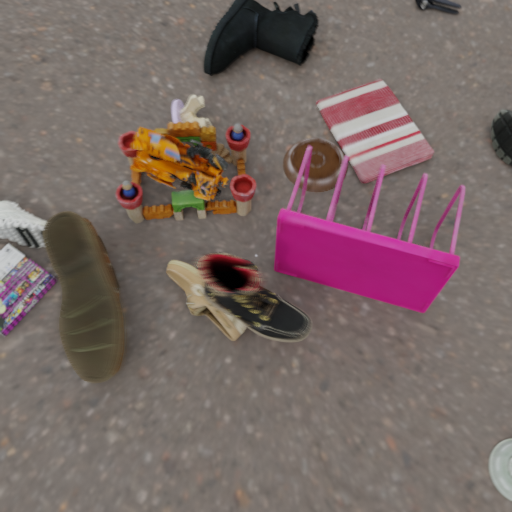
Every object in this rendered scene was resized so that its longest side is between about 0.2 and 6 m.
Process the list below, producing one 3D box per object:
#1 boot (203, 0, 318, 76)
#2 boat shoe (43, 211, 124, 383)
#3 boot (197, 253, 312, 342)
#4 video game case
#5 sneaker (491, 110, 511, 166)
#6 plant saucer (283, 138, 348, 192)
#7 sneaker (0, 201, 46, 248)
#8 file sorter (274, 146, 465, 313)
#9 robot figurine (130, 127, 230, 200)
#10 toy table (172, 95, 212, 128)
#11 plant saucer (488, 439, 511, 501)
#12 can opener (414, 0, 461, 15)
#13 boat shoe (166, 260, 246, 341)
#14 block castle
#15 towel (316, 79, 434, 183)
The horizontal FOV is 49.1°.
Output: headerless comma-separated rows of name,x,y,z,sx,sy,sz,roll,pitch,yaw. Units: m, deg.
boot,0.169,-4.969,13.074,2.107,0.952,2.572,22,65,6
boat shoe,-2.866,0.713,10.012,1.114,1.053,3.098,-17,75,7
boot,-0.043,0.682,9.135,2.037,1.534,0.745,27,73,13
video game case,-4.710,0.622,10.563,1.264,0.250,1.395,31,67,15
sneaker,5.801,-2.123,11.762,0.909,0.865,2.295,-15,68,-25
plant saucer,1.268,-1.993,11.920,1.399,0.224,1.399,0,63,1
sneaker,-4.757,-0.690,11.009,2.018,0.758,0.818,9,55,3
file sorter,2.007,-0.528,10.146,2.937,2.041,1.842,16,64,8
robot figurine,-1.435,-1.681,10.703,1.910,1.385,0.556,23,59,0
toy table,-1.400,-3.000,12.095,0.620,0.973,1.058,-15,67,12
plant saucer,4.344,3.487,9.111,1.032,0.259,1.032,0,63,0
can opener,4.554,-6.322,14.027,1.167,0.370,0.459,17,63,9
boat shoe,-0.976,0.787,10.243,1.919,0.684,0.619,35,68,15
block castle,-1.381,-1.726,11.197,2.671,1.253,1.785,-4,63,-2
towel,2.555,-2.770,12.297,1.720,0.272,2.388,-20,63,-8
